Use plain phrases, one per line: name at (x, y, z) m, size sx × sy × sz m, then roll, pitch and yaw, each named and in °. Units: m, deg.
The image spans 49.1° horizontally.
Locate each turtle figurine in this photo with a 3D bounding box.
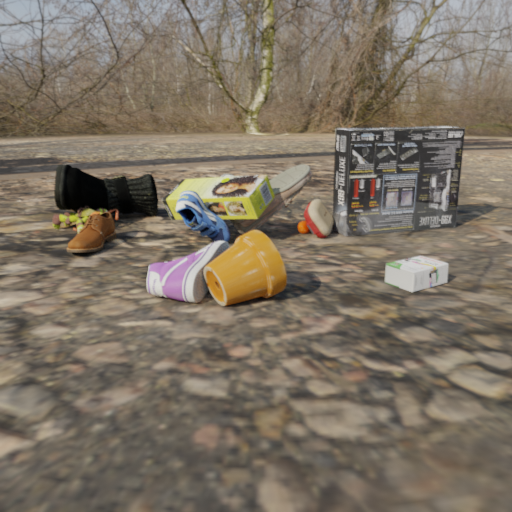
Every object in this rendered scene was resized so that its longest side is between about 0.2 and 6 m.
turtle figurine at (-4.147, -0.880, 13.300) m, size 1.324 × 0.529 × 1.641 m, roll -3°, pitch 26°, yaw 19°

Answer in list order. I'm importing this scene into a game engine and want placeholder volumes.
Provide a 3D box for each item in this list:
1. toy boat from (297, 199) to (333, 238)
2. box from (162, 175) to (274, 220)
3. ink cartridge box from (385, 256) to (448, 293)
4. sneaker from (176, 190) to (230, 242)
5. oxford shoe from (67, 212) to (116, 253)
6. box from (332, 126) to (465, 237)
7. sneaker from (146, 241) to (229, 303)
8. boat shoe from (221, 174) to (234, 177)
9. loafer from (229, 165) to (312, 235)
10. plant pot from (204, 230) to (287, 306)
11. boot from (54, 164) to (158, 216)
toy boat at (1.297, -0.784, 12.944) m, size 0.775 × 0.774 × 1.186 m, roll -31°, pitch 12°, yaw 25°
box at (-0.869, -1.285, 12.450) m, size 2.445 × 0.613 × 0.920 m, roll 1°, pitch 39°, yaw 34°
ink cartridge box at (2.733, 0.296, 9.532) m, size 0.876 × 0.368 × 0.635 m, roll -11°, pitch 19°, yaw -32°
sneaker at (-1.154, -0.703, 11.820) m, size 0.541 × 1.462 × 0.601 m, roll -29°, pitch 27°, yaw 36°
oxford shoe at (-3.505, -0.505, 11.838) m, size 0.685 × 0.684 × 1.920 m, roll 2°, pitch 18°, yaw 3°
box at (3.341, -1.792, 13.171) m, size 3.060 × 2.413 × 0.761 m, roll -6°, pitch 17°, yaw -17°
sneaker at (-1.163, 0.178, 9.419) m, size 1.108 × 0.704 × 1.944 m, roll 2°, pitch 16°, yaw 19°
boat shoe at (-0.814, -2.027, 16.671) m, size 0.829 × 0.757 × 2.303 m, roll 24°, pitch 10°, yaw -8°
loafer at (0.384, -1.256, 12.730) m, size 2.153 × 0.677 × 0.774 m, roll -34°, pitch 32°, yaw -3°
plant pot at (-0.230, 0.273, 8.663) m, size 0.979 × 1.069 × 1.069 m, roll -26°, pitch 26°, yaw -24°
boot at (-3.632, -1.610, 13.966) m, size 2.135 × 1.074 × 2.855 m, roll 0°, pitch -2°, yaw 1°
